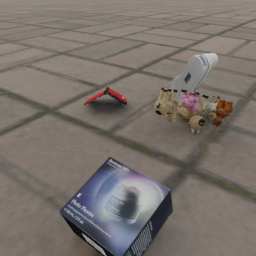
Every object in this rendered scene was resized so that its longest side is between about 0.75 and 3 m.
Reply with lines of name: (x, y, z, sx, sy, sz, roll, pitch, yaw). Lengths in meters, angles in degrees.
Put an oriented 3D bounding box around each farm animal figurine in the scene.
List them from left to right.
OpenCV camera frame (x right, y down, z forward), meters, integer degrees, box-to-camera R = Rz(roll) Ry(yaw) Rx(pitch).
farm animal figurine: (1.844, -0.488, 8.343, 2.182, 1.138, 2.158, 13, 14, 3)

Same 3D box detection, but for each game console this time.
game console: (-0.741, -0.923, 9.655, 1.208, 0.832, 1.402, 30, 10, -8)

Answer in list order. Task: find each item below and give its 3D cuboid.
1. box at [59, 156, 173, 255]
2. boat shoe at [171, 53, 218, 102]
box: (-0.167, 1.441, 4.873, 1.384, 0.853, 1.373, 24, 56, 31)
boat shoe: (2.165, -1.660, 9.306, 0.791, 2.407, 0.866, -20, 69, -20)
